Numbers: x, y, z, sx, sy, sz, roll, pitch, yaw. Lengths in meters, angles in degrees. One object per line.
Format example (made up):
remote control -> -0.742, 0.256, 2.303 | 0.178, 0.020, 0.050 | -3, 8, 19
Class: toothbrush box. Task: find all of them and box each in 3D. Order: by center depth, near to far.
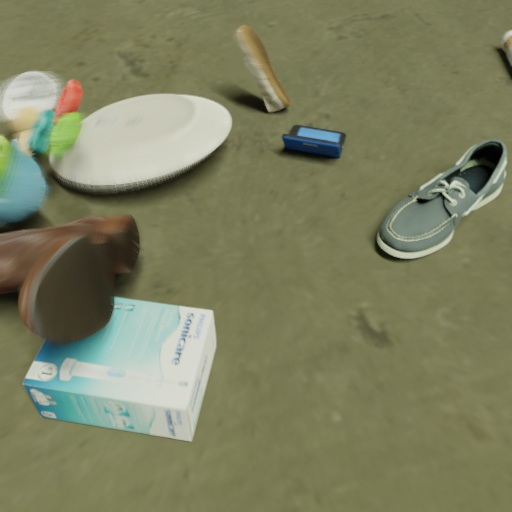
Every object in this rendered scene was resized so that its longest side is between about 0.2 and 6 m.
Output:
toothbrush box -> -1.560, 1.307, 6.839 | 1.913, 0.816, 1.400 | 6, 47, 6

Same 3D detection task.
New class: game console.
game console -> 1.070, -2.191, 10.184 | 1.059, 0.904, 0.626 | 11, 83, 11

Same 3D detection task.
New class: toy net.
toy net -> -3.602, -2.173, 8.819 | 0.795, 2.160, 4.117 | 21, 27, -33

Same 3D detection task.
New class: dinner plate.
dinner plate -> -2.090, -2.277, 10.007 | 3.295, 0.399, 3.295 | -7, 37, 5

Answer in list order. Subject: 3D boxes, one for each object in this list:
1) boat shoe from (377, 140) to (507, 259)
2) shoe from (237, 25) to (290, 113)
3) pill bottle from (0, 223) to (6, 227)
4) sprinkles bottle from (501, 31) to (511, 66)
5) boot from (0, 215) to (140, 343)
boat shoe -> 2.996, -0.978, 8.884 | 2.880, 0.890, 1.049 | -32, 55, -26
shoe -> 0.064, -3.513, 10.696 | 0.471, 1.764, 0.617 | -20, 34, 22
pill bottle -> -4.209, -0.679, 8.715 | 0.923, 0.518, 0.518 | -5, 47, 5
sprinkles bottle -> 5.783, -4.399, 12.281 | 0.491, 0.491, 1.438 | 3, 48, 2
boot -> -3.340, 0.342, 6.751 | 3.287, 1.056, 3.064 | -6, 14, 5
